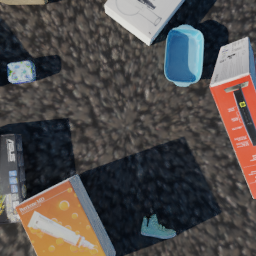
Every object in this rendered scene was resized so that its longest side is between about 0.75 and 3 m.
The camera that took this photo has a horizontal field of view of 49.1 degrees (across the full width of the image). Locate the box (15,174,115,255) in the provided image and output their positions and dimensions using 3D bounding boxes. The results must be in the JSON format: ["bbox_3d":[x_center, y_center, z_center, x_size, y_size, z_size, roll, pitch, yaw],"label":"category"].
[{"bbox_3d":[-1.638,2.852,7.737,1.618,1.268,2.601,-27,87,-2],"label":"box"}]

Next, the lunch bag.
[{"bbox_3d":[-3.216,-1.668,8.475,0.797,0.329,0.641,-9,85,-1],"label":"lunch bag"}]

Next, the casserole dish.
[{"bbox_3d":[1.676,-2.150,8.491,1.133,0.363,1.871,4,86,0],"label":"casserole dish"}]

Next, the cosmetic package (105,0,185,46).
[{"bbox_3d":[0.678,-3.975,8.488,1.746,0.598,2.316,37,87,-1],"label":"cosmetic package"}]

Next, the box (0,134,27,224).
[{"bbox_3d":[-4.073,1.526,8.146,2.036,0.620,2.526,-6,86,-3],"label":"box"}]

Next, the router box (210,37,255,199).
[{"bbox_3d":[2.526,-0.364,5.769,0.654,2.679,2.405,-17,110,29],"label":"router box"}]

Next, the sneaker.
[{"bbox_3d":[0.913,2.852,8.174,1.021,0.376,0.602,5,93,3],"label":"sneaker"}]

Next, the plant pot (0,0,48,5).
[{"bbox_3d":[-3.159,-4.542,7.969,1.897,1.682,1.899,-1,88,0],"label":"plant pot"}]
